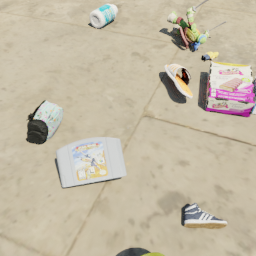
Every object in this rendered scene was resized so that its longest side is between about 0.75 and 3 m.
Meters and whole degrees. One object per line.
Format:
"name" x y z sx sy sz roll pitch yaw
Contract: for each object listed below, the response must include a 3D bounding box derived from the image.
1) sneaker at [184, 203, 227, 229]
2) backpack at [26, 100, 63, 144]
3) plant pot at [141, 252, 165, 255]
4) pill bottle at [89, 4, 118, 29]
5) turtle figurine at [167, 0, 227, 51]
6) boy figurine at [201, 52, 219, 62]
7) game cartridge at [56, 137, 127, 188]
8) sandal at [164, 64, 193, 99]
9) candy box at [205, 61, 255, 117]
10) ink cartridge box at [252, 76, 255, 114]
"sneaker" 2.045 2.341 7.479 1.115 0.391 0.605 0 47 4
"backpack" -2.850 -0.244 9.650 0.920 1.213 1.453 25 44 -6
"plant pot" 0.641 3.543 5.466 1.851 1.851 1.782 -18 36 -17
"pill bottle" -1.308 -6.377 15.794 0.960 0.960 1.734 25 51 23
"turtle figurine" 3.356 -5.267 14.045 1.820 2.529 2.452 -3 32 -41
"boy figurine" 3.915 -3.441 13.336 0.879 0.283 0.546 -21 52 -21
"game cartridge" -1.078 0.928 8.062 1.899 1.264 0.394 -11 4 1
"sandal" 2.222 -2.025 11.297 0.907 0.678 2.367 25 28 -31
"candy box" 4.030 -1.618 11.144 1.685 0.754 2.471 9 46 10
"ink cartridge box" 5.111 -1.380 10.791 0.550 0.956 1.650 9 45 7
